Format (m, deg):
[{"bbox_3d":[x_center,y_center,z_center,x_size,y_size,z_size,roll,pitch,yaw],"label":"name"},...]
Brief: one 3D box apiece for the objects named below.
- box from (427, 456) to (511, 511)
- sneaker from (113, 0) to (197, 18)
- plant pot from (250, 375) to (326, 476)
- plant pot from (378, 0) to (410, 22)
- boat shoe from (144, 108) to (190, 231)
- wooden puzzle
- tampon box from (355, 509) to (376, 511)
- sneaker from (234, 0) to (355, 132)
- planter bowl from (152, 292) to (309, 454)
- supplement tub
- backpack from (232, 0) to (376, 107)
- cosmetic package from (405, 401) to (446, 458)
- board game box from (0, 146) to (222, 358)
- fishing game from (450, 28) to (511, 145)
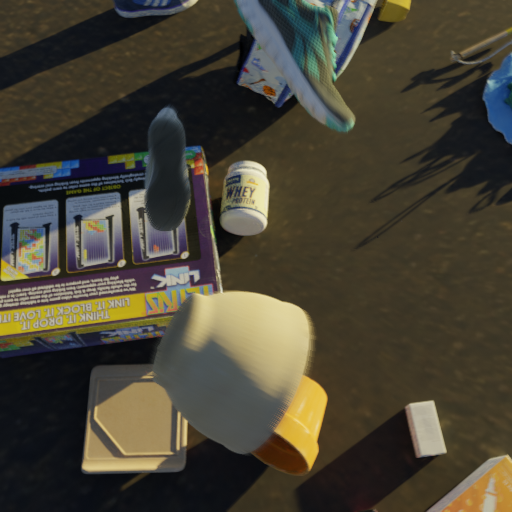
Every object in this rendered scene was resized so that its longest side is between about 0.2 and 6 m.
[{"bbox_3d":[3.321,3.699,8.133,1.385,0.675,0.862,-33,70,-14],"label":"box"},{"bbox_3d":[-2.251,-6.045,12.140,2.006,1.469,0.808,-14,66,-6],"label":"sneaker"},{"bbox_3d":[0.489,2.459,8.490,1.246,1.246,1.140,29,53,12],"label":"plant pot"},{"bbox_3d":[3.100,-5.544,12.454,0.552,0.536,0.540,16,66,-2],"label":"plant pot"},{"bbox_3d":[-1.301,-1.217,8.185,0.664,1.802,0.578,0,31,-5],"label":"boat shoe"},{"bbox_3d":[-1.885,2.557,8.891,1.579,0.318,1.707,-1,61,0],"label":"wooden puzzle"},{"bbox_3d":[1.521,4.190,7.382,1.028,1.629,1.221,-41,72,-17],"label":"tampon box"},{"bbox_3d":[0.774,-2.950,7.909,1.145,0.973,2.509,-35,93,12],"label":"sneaker"},{"bbox_3d":[-0.399,1.104,6.088,1.162,1.726,1.726,27,65,-18],"label":"planter bowl"},{"bbox_3d":[-0.203,-1.044,10.208,0.840,0.840,1.159,3,65,1],"label":"supplement tub"},{"bbox_3d":[0.821,-4.274,10.823,2.242,2.910,2.772,34,73,1],"label":"backpack"},{"bbox_3d":[2.650,2.723,8.796,0.401,0.281,0.790,-6,66,-3],"label":"cosmetic package"},{"bbox_3d":[-2.614,-0.127,9.665,3.848,1.091,3.181,-7,68,-3],"label":"board game box"},{"bbox_3d":[6.218,-3.207,11.329,3.047,0.661,4.255,-24,68,-7],"label":"fishing game"}]
